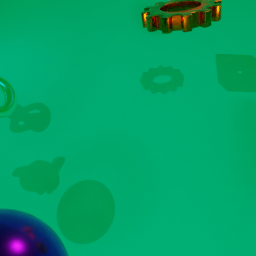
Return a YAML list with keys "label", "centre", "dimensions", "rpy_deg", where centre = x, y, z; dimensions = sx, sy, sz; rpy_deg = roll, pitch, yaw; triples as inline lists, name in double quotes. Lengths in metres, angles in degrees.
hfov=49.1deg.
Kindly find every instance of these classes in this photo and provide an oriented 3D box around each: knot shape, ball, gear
- label: "knot shape"
  centre: [-2.856, -0.653, 5.325]
  dimensions: [1.457, 0.719, 1.557]
  rpy_deg: [6, 17, -40]
- label: "ball"
  centre: [-1.118, 1.341, 2.270]
  dimensions: [1.328, 1.328, 1.328]
  rpy_deg: [0, 56, 0]
- label: "gear"
  centre: [0.929, -2.017, 4.932]
  dimensions: [1.361, 0.252, 1.361]
  rpy_deg: [-7, 35, 5]
